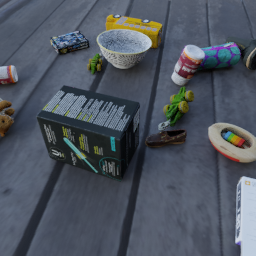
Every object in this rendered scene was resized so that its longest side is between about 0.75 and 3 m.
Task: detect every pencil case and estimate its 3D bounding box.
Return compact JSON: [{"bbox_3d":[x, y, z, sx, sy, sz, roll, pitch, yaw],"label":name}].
[{"bbox_3d":[3.408,-2.984,11.632,2.288,1.057,0.974,-10,46,-8],"label":"pencil case"}]

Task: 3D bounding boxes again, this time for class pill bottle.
[{"bbox_3d":[2.248,-2.352,10.663,0.803,1.406,0.803,11,48,-13],"label":"pill bottle"},{"bbox_3d":[-5.021,-2.045,10.962,1.208,0.662,0.662,-9,46,-9],"label":"pill bottle"}]

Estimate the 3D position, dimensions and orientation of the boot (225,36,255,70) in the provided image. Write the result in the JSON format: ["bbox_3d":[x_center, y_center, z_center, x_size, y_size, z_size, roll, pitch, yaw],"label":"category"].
[{"bbox_3d":[4.859,-3.316,12.171,1.762,0.987,2.548,20,35,25],"label":"boot"}]

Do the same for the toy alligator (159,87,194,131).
[{"bbox_3d":[1.642,-0.544,9.523,0.802,0.581,2.420,-10,34,43],"label":"toy alligator"}]

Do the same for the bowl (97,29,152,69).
[{"bbox_3d":[-0.178,-3.196,11.780,2.255,1.058,2.255,3,42,-2],"label":"bowl"}]

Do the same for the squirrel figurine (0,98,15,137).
[{"bbox_3d":[-4.436,-0.318,9.110,1.466,1.038,1.369,-24,65,-12],"label":"squirrel figurine"}]

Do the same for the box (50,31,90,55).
[{"bbox_3d":[-2.747,-4.029,13.162,1.531,0.352,1.217,-22,49,-20],"label":"box"}]

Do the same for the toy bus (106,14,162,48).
[{"bbox_3d":[0.225,-4.632,13.390,2.775,0.903,1.086,15,50,15],"label":"toy bus"}]

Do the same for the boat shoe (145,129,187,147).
[{"bbox_3d":[1.195,0.267,8.814,1.325,0.466,0.466,-9,48,-7],"label":"boat shoe"}]

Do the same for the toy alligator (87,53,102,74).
[{"bbox_3d":[-1.388,-2.903,12.000,0.544,0.395,1.643,2,44,3],"label":"toy alligator"}]

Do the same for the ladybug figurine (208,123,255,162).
[{"bbox_3d":[3.173,0.470,8.494,1.153,0.611,1.699,-33,54,-28],"label":"ladybug figurine"}]

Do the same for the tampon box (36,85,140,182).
[{"bbox_3d":[-1.025,0.108,8.008,2.387,1.789,1.507,15,47,15],"label":"tampon box"}]

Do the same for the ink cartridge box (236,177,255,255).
[{"bbox_3d":[3.812,2.460,6.559,2.399,0.525,2.421,13,44,12],"label":"ink cartridge box"}]
